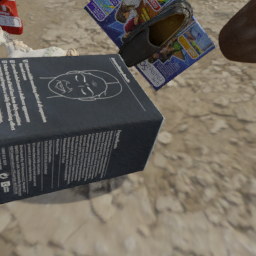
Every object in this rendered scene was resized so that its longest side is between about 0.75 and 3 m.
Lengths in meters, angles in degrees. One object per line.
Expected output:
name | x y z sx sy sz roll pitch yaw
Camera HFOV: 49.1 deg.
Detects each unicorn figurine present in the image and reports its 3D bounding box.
unicorn figurine | -2.059 -1.333 5.747 2.246 0.830 1.543 5 67 -8

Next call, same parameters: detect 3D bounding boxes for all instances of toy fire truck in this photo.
toy fire truck | -3.393 -2.774 6.470 1.698 0.952 1.426 -3 57 -30

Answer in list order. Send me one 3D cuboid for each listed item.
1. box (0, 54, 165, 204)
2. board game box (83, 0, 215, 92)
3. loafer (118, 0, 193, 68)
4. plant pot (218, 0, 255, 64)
box | -0.897 -0.128 3.990 2.176 1.165 1.615 -9 47 -25
board game box | 0.512 -2.382 6.550 1.789 2.643 0.455 -35 18 26
loafer | 0.481 -1.965 6.069 0.733 2.014 0.728 44 30 -14
plant pot | 3.111 -2.213 6.305 1.869 1.869 2.000 -33 14 -27
